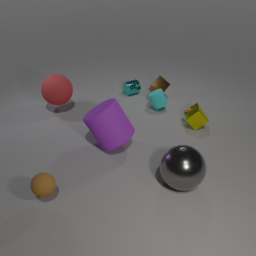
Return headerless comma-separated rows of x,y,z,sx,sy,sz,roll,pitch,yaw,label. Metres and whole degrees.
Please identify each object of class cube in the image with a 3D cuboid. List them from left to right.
1.562,-2.062,14.005,0.700,0.700,0.700,40,77,0,cube
2.837,-0.482,11.668,0.700,0.700,0.700,-36,22,24,cube

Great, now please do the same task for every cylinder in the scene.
-0.685,-0.136,10.193,1.400,1.400,1.400,-28,20,11,cylinder
0.187,-2.103,14.525,0.700,0.700,0.700,-20,37,-29,cylinder
1.391,-1.349,12.986,0.700,0.700,0.700,-25,20,10,cylinder

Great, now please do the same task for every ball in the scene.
-2.415,1.615,7.986,0.700,0.700,0.700,0,32,0,ball
-3.184,-1.717,12.580,1.400,1.400,1.400,0,32,0,ball
1.679,1.213,8.588,1.400,1.400,1.400,0,32,0,ball
